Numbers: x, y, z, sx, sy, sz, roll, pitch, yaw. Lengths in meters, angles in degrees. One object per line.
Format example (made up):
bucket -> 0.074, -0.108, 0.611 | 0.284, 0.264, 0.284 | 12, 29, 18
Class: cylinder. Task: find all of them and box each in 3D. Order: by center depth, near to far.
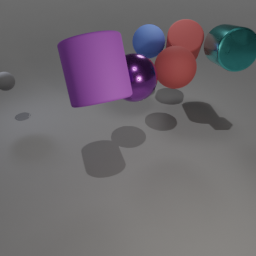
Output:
cylinder -> -0.712, -1.271, 6.197 | 1.400, 1.400, 1.400 | -11, 9, 2
cylinder -> 3.479, -2.756, 9.546 | 1.400, 1.400, 1.400 | -2, 24, -4
cylinder -> 2.263, -3.410, 11.371 | 1.400, 1.400, 1.400 | 3, -10, 5

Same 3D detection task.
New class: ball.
ball -> 0.167, -1.466, 8.201 | 1.400, 1.400, 1.400 | 0, 32, 0
ball -> 1.569, -2.012, 9.330 | 1.400, 1.400, 1.400 | 0, 32, 0
ball -> -4.591, -1.742, 10.464 | 0.700, 0.700, 0.700 | 0, 32, 0
ball -> 0.891, -3.712, 12.038 | 1.400, 1.400, 1.400 | 0, 32, 0
